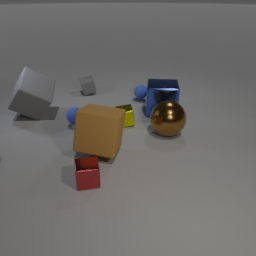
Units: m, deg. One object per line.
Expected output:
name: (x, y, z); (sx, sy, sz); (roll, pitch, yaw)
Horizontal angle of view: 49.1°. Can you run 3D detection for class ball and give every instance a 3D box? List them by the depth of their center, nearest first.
ball: (1.561, -0.372, 10.877); (1.400, 1.400, 1.400); (0, 28, 0)
ball: (-2.140, -0.495, 11.332); (0.700, 0.700, 0.700); (0, 28, 0)
ball: (0.664, -1.826, 14.160); (0.700, 0.700, 0.700); (0, 28, 0)

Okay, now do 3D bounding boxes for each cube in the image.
cube: (-1.216, 1.354, 8.373); (0.700, 0.700, 0.700); (-5, 28, -10)
cube: (-0.951, 0.053, 9.583); (1.400, 1.400, 1.400); (10, 16, 7)
cube: (-0.129, -0.517, 11.855); (0.700, 0.700, 0.700); (-10, 30, -4)
cube: (-4.108, -1.449, 12.023); (1.400, 1.400, 1.400); (22, 45, -29)
cube: (1.565, -1.366, 12.820); (1.400, 1.400, 1.400); (2, 28, 4)
cube: (-2.135, -2.300, 14.973); (0.700, 0.700, 0.700); (-17, 40, -4)
